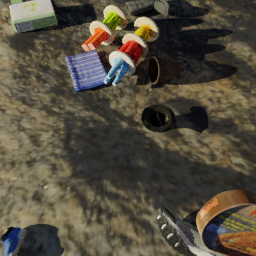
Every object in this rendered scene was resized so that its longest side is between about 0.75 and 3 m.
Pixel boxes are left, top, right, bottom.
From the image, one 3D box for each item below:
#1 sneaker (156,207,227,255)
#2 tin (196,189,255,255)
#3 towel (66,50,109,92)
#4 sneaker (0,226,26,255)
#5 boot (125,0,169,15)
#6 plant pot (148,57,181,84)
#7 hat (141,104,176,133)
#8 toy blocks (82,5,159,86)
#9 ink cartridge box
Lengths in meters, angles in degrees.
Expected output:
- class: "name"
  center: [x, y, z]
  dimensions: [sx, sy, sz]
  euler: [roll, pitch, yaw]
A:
- class: "sneaker"
  center: [1.607, 2.693, 6.763]
  dimensions: [2.209, 0.816, 0.876]
  euler: [39, 57, 14]
- class: "tin"
  center: [2.738, 2.204, 6.125]
  dimensions: [2.737, 1.532, 0.573]
  euler: [26, 30, -21]
- class: "towel"
  center: [-1.439, -2.039, 9.821]
  dimensions: [1.207, 0.199, 1.667]
  euler: [-17, 61, -10]
- class: "sneaker"
  center: [-2.926, 2.871, 6.824]
  dimensions: [0.515, 0.355, 0.926]
  euler: [15, 56, 2]
- class: "boot"
  center: [0.759, -4.823, 11.263]
  dimensions: [1.488, 0.540, 1.353]
  euler: [-15, 46, -17]
- class: "plant pot"
  center: [1.269, -1.972, 9.482]
  dimensions: [0.941, 0.879, 0.879]
  euler: [-7, 59, -20]
- class: "hat"
  center: [0.902, -0.217, 8.617]
  dimensions: [1.099, 0.443, 1.099]
  euler: [4, 61, -7]
- class: "toy blocks"
  center: [-0.534, -2.860, 9.819]
  dimensions: [2.360, 1.028, 2.831]
  euler: [25, 63, 13]
- class: "ink cartridge box"
  center: [-3.906, -4.913, 11.341]
  dimensions: [1.644, 0.542, 2.260]
  euler: [-16, 63, -9]
